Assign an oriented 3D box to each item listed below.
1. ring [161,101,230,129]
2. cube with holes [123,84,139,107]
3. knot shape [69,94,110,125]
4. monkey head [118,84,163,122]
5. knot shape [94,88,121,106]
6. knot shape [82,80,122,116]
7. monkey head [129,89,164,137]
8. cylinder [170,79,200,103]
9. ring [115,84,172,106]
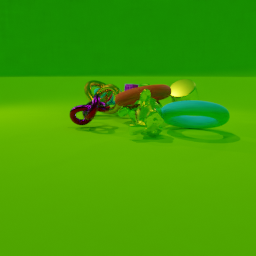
[{"bbox_3d":[1.831,-0.336,7.805,1.896,0.379,1.896,5,-12,1],"label":"ring"},{"bbox_3d":[0.473,-1.221,11.469,1.051,1.051,1.051,3,8,-17],"label":"cube with holes"},{"bbox_3d":[-1.074,-0.585,8.577,1.280,0.591,1.198,-30,0,38],"label":"knot shape"},{"bbox_3d":[0.503,-0.749,9.164,1.697,1.221,1.023,3,32,30],"label":"monkey head"},{"bbox_3d":[-0.797,-1.319,11.881,1.135,1.213,0.561,-17,-28,0],"label":"knot shape"},{"bbox_3d":[-1.095,-1.234,10.864,1.749,1.637,0.808,-21,-35,8],"label":"knot shape"},{"bbox_3d":[0.409,-0.235,7.346,1.045,1.452,0.875,-15,45,-15],"label":"monkey head"},{"bbox_3d":[2.156,-1.162,10.643,1.011,1.011,1.011,-15,45,15],"label":"cylinder"},{"bbox_3d":[0.510,-1.076,9.406,1.928,0.386,1.928,-10,-2,0],"label":"ring"}]
